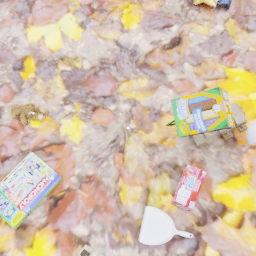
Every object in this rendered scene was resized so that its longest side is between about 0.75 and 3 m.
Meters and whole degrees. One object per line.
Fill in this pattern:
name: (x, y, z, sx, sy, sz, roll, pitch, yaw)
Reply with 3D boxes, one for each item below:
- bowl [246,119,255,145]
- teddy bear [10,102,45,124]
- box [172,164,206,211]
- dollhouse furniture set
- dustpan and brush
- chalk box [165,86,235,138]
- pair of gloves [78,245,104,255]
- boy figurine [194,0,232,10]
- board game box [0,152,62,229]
bowl: (4.231, -0.101, 7.970, 1.550, 1.548, 0.579, -29, 99, -37)
teddy bear: (-3.803, -0.574, 10.721, 1.277, 0.426, 0.926, -11, 76, -12)
box: (2.059, 2.024, 9.486, 0.691, 0.662, 1.387, 23, 70, 9)
dollhouse furniture set: (3.132, -0.275, 9.923, 1.882, 1.650, 1.250, -27, 70, 18)
dustpan and brush: (1.300, 3.328, 9.140, 1.698, 0.486, 1.185, 10, 71, 11)
chalk box: (1.984, -0.373, 8.123, 1.828, 1.141, 1.133, -12, 84, 28)
pair of gloves: (-1.218, 4.224, 8.886, 0.884, 0.155, 0.752, 28, 67, 8)
boy figurine: (3.790, -5.751, 12.639, 1.689, 0.544, 1.050, 7, 51, 5)
board game box: (-3.571, 2.090, 9.652, 1.477, 0.319, 2.194, 37, 73, 14)
